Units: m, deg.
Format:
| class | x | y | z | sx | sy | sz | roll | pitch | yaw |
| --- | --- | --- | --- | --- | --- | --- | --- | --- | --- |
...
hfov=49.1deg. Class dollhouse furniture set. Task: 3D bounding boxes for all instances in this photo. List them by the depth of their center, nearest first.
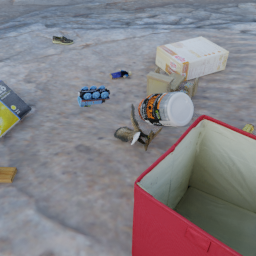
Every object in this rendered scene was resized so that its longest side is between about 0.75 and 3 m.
| class | x | y | z | sx | sy | sz | roll | pitch | yaw |
| --- | --- | --- | --- | --- | --- | --- | --- | --- | --- |
| dollhouse furniture set | 1.555 | -1.735 | 10.692 | 1.790 | 1.357 | 2.042 | 21 | 45 | 23 |

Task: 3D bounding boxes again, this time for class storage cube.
| class | x | y | z | sx | sy | sz | roll | pitch | yaw |
| --- | --- | --- | --- | --- | --- | --- | --- | --- | --- |
| storage cube | 1.833 | 1.833 | 5.501 | 2.969 | 2.669 | 2.538 | 28 | 48 | 28 |

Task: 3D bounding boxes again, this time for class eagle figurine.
| class | x | y | z | sx | sy | sz | roll | pitch | yaw |
| --- | --- | --- | --- | --- | --- | --- | --- | --- | --- |
| eagle figurine | 0.206 | 0.056 | 8.987 | 1.099 | 1.093 | 1.449 | -37 | 63 | -22 |

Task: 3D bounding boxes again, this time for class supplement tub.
| class | x | y | z | sx | sy | sz | roll | pitch | yaw |
| --- | --- | --- | --- | --- | --- | --- | --- | --- | --- |
| supplement tub | 1.074 | -0.555 | 8.479 | 1.016 | 1.016 | 1.658 | -26 | 14 | -27 |

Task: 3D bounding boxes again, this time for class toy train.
| class | x | y | z | sx | sy | sz | roll | pitch | yaw |
| --- | --- | --- | --- | --- | --- | --- | --- | --- | --- |
| toy train | -1.206 | -1.111 | 9.856 | 1.180 | 0.674 | 0.511 | -7 | 52 | -26 |

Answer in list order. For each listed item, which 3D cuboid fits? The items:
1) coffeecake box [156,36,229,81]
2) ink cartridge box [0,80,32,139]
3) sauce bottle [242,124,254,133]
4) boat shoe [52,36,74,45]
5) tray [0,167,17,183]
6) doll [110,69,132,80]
| class | x | y | z | sx | sy | sz | roll | pitch | yaw |
| --- | --- | --- | --- | --- | --- | --- | --- | --- | --- |
| coffeecake box | 2.854 | -3.169 | 12.701 | 2.546 | 0.930 | 1.955 | -18 | 44 | -20 |
| ink cartridge box | -4.576 | -0.741 | 9.363 | 1.965 | 0.462 | 1.942 | 46 | 44 | -15 |
| sauce bottle | 3.857 | 0.213 | 9.232 | 0.320 | 0.320 | 0.969 | 27 | 50 | 28 |
| boat shoe | -3.493 | -4.708 | 14.944 | 1.156 | 0.380 | 0.413 | 6 | 41 | 7 |
| tray | -3.716 | 1.324 | 8.025 | 0.923 | 0.171 | 0.455 | 1 | 40 | 2 |
| doll | -0.301 | -2.371 | 12.308 | 0.991 | 0.240 | 0.676 | -11 | 43 | -12 |
